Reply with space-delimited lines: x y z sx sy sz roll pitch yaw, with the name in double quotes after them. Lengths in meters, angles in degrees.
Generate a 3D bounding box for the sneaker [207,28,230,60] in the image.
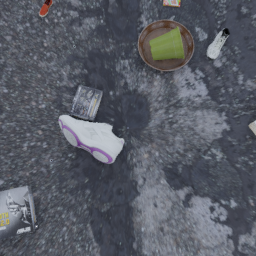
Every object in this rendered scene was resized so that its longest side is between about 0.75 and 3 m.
3.821 -3.631 11.840 0.541 0.824 1.433 28 79 6 "sneaker"

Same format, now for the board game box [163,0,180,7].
1.986 -5.698 12.683 0.756 0.113 0.361 6 78 -1 "board game box"

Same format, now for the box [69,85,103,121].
-1.718 -1.031 11.517 1.028 0.314 1.298 15 78 3 "box"

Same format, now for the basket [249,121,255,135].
5.468 -0.034 11.089 0.894 0.719 0.886 -32 79 -7 "basket"

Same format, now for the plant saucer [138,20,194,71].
1.608 -3.485 12.029 2.385 0.411 2.385 0 78 -1 "plant saucer"

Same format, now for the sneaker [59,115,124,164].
-1.444 0.250 11.044 2.807 1.051 1.398 33 54 10 "sneaker"

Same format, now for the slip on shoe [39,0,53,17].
-3.687 -5.399 12.515 0.353 0.291 0.952 27 80 4 "slip on shoe"

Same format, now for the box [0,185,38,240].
-4.597 3.232 10.452 2.164 0.523 1.714 -12 78 -3 "box"

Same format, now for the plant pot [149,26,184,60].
1.569 -3.362 11.573 1.262 1.329 1.329 -11 77 10 "plant pot"
